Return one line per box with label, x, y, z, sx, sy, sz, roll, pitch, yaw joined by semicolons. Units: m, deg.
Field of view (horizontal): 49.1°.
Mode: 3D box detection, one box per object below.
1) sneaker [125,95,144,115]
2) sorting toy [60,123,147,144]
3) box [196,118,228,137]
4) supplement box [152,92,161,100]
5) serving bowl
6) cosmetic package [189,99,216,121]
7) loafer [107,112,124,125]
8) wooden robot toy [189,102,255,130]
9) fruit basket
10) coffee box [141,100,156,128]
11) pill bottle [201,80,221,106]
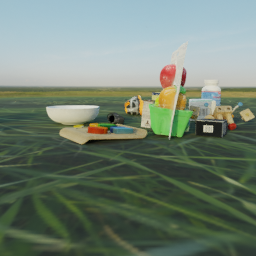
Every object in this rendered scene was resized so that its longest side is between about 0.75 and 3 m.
sneaker;0.274;-1.242;15.477;1.000;1.013;2.589;-6;9;-4
sorting toy;-0.981;0.022;8.585;2.040;0.367;2.738;-5;10;-32
box;2.529;-0.021;8.461;0.791;0.490;0.778;4;9;28
supplement box;1.845;-1.197;14.193;1.213;1.211;0.814;0;8;-2
serving bowl;-2.204;-0.523;11.310;2.097;0.690;2.097;1;9;0
cosmetic package;3.407;-0.866;13.006;1.141;0.900;2.121;-1;9;10
loafer;-0.594;-0.401;11.275;0.466;0.450;1.327;6;8;-27
wooden robot toy;3.217;-0.250;10.023;2.265;0.998;1.028;-1;-27;0
fruit basket;1.428;-1.101;8.563;1.247;2.660;2.464;14;7;-2
coffee box;0.792;-0.526;10.206;0.388;0.973;0.556;10;11;24
pill bottle;4.559;-1.690;15.380;1.012;1.862;1.012;0;9;0
